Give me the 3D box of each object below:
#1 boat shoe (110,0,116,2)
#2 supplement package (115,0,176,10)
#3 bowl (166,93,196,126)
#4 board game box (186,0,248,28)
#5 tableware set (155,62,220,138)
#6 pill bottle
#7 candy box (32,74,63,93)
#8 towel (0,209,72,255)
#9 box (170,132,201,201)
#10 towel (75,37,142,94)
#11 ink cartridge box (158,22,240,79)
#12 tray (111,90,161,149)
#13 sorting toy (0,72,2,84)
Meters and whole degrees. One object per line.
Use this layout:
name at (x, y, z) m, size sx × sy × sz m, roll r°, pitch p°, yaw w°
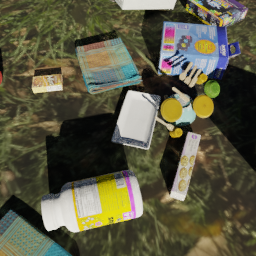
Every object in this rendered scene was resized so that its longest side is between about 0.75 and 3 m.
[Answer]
boat shoe at (-0.933, -6.393, 13.312) m, size 2.129 × 0.607 × 0.712 m, roll 32°, pitch 46°, yaw 11°
supplement package at (0.547, -6.887, 12.350) m, size 2.707 × 2.082 × 2.831 m, roll -12°, pitch 54°, yaw -27°
bowl at (1.681, -0.692, 9.127) m, size 1.153 × 0.603 × 1.153 m, roll 0°, pitch 54°, yaw 1°
board game box at (3.914, -5.293, 12.463) m, size 1.709 × 0.586 × 2.067 m, roll -30°, pitch 60°, yaw -19°
tableware set at (1.903, -0.762, 8.760) m, size 1.564 × 0.356 × 2.322 m, roll 35°, pitch 79°, yaw -12°
pill bottle at (-0.871, 1.833, 6.921) m, size 2.308 × 1.203 × 1.203 m, roll -11°, pitch 55°, yaw -8°
candy box at (-2.856, -1.588, 9.965) m, size 1.016 × 0.281 × 0.586 m, roll -7°, pitch 53°, yaw -4°
towel at (-2.527, 3.228, 6.525) m, size 2.388 × 0.259 × 1.751 m, roll 28°, pitch 59°, yaw 20°
box at (1.652, 1.043, 7.989) m, size 0.427 × 0.398 × 2.060 m, roll 17°, pitch 56°, yaw 12°
towel at (-0.789, -2.356, 10.179) m, size 1.913 × 0.283 × 2.608 m, roll -15°, pitch 53°, yaw -9°
ink cartridge box at (2.618, -2.898, 10.454) m, size 2.828 × 1.080 × 1.930 m, roll 7°, pitch 55°, yaw 3°
tray at (0.307, -0.280, 9.049) m, size 1.177 × 0.243 × 2.192 m, roll 11°, pitch 55°, yaw 9°
sorting toy at (-5.454, -1.105, 9.425) m, size 0.978 × 0.984 × 2.838 m, roll -3°, pitch 48°, yaw 27°
